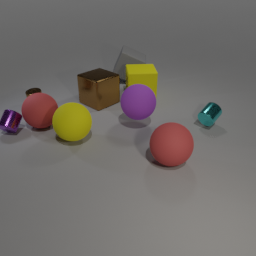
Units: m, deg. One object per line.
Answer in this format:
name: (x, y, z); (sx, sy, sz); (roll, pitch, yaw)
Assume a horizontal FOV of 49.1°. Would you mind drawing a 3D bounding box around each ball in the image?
ball: (-3.455, -0.686, 11.041); (1.400, 1.400, 1.400); (0, 30, 0)
ball: (0.404, -1.011, 10.947); (1.400, 1.400, 1.400); (0, 30, 0)
ball: (-2.006, -0.221, 10.109); (1.400, 1.400, 1.400); (0, 30, 0)
ball: (1.388, 0.517, 8.955); (1.400, 1.400, 1.400); (0, 30, 0)

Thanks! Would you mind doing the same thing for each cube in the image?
cube: (-1.351, -1.835, 13.045); (1.400, 1.400, 1.400); (26, 39, 36)
cube: (0.631, -2.260, 13.773); (1.400, 1.400, 1.400); (-2, 30, -4)
cube: (0.080, -3.499, 15.463); (1.400, 1.400, 1.400); (22, 30, -10)

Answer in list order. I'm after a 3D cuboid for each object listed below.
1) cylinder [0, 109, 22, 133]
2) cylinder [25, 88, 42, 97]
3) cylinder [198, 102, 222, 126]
cylinder: (-4.522, -0.249, 10.755); (0.700, 0.700, 0.700); (8, 67, 13)
cylinder: (-4.237, -1.375, 12.770); (0.700, 0.700, 0.700); (-2, 35, 1)
cylinder: (3.239, -0.544, 11.092); (0.700, 0.700, 0.700); (26, 59, 37)
